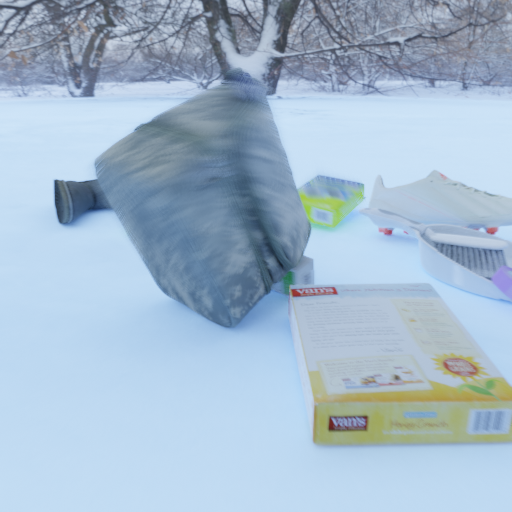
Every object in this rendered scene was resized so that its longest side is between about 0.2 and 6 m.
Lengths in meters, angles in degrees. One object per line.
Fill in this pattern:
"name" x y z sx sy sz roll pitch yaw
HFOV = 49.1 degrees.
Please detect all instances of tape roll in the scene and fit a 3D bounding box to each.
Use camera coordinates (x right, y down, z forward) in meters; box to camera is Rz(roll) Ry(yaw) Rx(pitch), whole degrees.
"tape roll" 3.966 0.470 8.502 0.736 0.241 0.736 25 27 -14

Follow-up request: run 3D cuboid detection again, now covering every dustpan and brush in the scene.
"dustpan and brush" 3.254 -0.231 9.912 3.116 0.892 2.174 12 24 30

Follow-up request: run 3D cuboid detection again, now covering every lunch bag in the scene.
"lunch bag" -0.495 -0.815 7.840 1.980 2.841 2.383 19 53 44

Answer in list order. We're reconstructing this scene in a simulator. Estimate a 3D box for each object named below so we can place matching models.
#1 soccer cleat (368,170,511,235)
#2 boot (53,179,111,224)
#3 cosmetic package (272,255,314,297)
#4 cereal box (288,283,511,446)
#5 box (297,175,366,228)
"soccer cleat" 3.891 -1.074 11.045 3.333 1.293 1.155 1 -1 19
"boot" -3.354 -1.458 13.430 2.802 1.017 2.547 -1 21 -21
"cosmetic package" 0.372 0.215 9.010 1.100 0.592 0.467 19 39 38
"cereal box" 1.513 1.118 6.714 2.065 0.567 2.870 0 20 -1
"box" 1.619 -1.312 12.751 1.234 0.482 2.024 16 32 26
